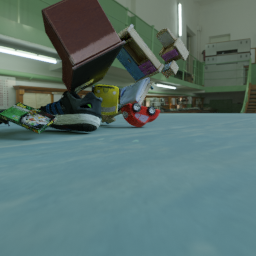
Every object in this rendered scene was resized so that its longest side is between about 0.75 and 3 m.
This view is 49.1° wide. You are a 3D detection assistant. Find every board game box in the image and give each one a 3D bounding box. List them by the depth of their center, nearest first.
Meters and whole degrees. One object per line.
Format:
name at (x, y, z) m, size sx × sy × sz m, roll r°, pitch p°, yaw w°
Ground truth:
board game box at (-1.681, -0.185, 4.723) m, size 0.861 × 0.101 × 0.451 m, roll 20°, pitch 43°, yaw 21°

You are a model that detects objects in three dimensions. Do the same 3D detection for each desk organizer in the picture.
desk organizer at (-1.010, -1.542, 5.788) m, size 0.994 × 1.068 × 2.773 m, roll -31°, pitch 4°, yaw -13°

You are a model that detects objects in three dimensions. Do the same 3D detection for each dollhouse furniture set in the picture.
dollhouse furniture set at (0.026, -1.708, 8.513) m, size 2.523 × 2.672 × 1.744 m, roll -18°, pitch -56°, yaw 47°

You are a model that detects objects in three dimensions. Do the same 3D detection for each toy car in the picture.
toy car at (-0.730, -0.448, 7.547) m, size 2.491 × 0.590 × 2.647 m, roll -1°, pitch -11°, yaw 32°

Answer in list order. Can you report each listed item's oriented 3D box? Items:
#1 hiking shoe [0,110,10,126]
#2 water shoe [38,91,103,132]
hiking shoe at (-3.864, -0.341, 8.228) m, size 0.975 × 0.491 × 0.369 m, roll 22°, pitch 36°, yaw 27°
water shoe at (-1.336, -0.394, 6.216) m, size 2.070 × 0.817 × 0.740 m, roll 6°, pitch -14°, yaw 37°
